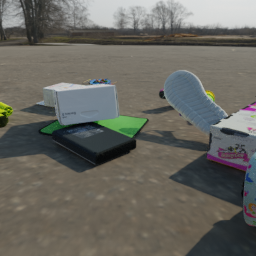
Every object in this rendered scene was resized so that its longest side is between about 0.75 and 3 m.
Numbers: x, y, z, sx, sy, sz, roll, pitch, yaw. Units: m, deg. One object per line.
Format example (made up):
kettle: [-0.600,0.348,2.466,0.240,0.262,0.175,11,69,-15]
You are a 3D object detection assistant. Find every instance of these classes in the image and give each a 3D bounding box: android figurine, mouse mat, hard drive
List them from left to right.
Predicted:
android figurine: [-4.573,-0.378,8.396,2.171,0.446,1.976,19,27,39]
hard drive: [-0.822,0.276,6.604,1.203,0.284,1.724,-19,28,-40]
mouse mat: [-0.900,-0.080,8.071,2.663,0.100,2.143,6,21,18]

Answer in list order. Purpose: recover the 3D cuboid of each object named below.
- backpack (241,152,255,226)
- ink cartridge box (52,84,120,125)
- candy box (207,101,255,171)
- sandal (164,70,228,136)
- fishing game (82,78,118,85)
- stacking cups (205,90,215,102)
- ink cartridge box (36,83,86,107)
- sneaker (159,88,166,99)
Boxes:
backpack: [2.237,0.785,3.881,1.471,1.306,1.108,-20,23,-35]
ink cartridge box: [-1.260,-0.729,7.876,1.534,0.886,2.108,-9,11,-16]
candy box: [3.228,0.177,6.222,1.841,0.824,2.700,18,26,39]
sandal: [1.778,-0.619,7.723,1.060,0.640,2.606,-29,49,4]
fishing game: [-1.398,-2.436,14.414,1.658,0.258,1.187,9,24,23]
stacking cups: [2.559,-0.781,9.249,0.583,0.583,1.926,6,20,16]
ink cartridge box: [-2.286,-1.197,10.292,2.005,0.680,1.154,9,22,24]
sneaker: [1.743,-1.080,10.067,1.435,0.620,0.577,-3,36,-26]
